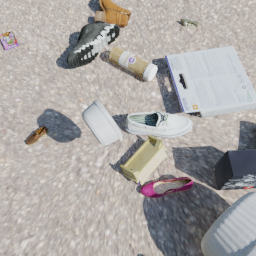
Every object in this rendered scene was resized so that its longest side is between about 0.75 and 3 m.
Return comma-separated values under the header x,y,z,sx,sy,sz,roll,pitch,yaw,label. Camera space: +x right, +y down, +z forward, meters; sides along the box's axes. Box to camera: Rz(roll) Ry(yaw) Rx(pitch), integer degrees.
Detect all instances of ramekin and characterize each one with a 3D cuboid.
x,y,z,sx,sy,sz,roll,pitch,yaw,label
2.913,2.693,6.966,2.486,2.486,1.158,-34,53,-17,ramekin
-0.734,-0.088,7.509,0.592,1.272,1.272,-35,66,-8,ramekin

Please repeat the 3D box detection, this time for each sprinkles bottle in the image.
x,y,z,sx,sy,sz,roll,pitch,yaw,label
0.175,-2.470,10.738,1.878,0.641,0.641,31,65,16,sprinkles bottle

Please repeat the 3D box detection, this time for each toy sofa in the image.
x,y,z,sx,sy,sz,roll,pitch,yaw,label
0.528,1.017,8.905,0.632,0.745,1.527,24,61,41,toy sofa

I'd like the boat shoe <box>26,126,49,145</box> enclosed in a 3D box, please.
x,y,z,sx,sy,sz,roll,pitch,yaw,label
-3.090,0.237,9.446,0.855,0.289,0.308,-40,68,-19,boat shoe

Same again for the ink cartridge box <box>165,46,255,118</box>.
x,y,z,sx,sy,sz,roll,pitch,yaw,label
2.973,-1.726,10.365,2.781,0.564,2.775,-8,61,-4,ink cartridge box

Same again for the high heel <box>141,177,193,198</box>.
x,y,z,sx,sy,sz,roll,pitch,yaw,label
1.156,1.737,8.357,1.549,0.743,0.522,-1,61,0,high heel

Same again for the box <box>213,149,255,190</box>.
x,y,z,sx,sy,sz,roll,pitch,yaw,label
3.413,1.248,8.209,1.353,1.486,0.773,-2,62,-1,box

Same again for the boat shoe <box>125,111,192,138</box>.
x,y,z,sx,sy,sz,roll,pitch,yaw,label
1.056,-0.144,9.378,2.305,0.770,0.848,-5,61,-3,boat shoe

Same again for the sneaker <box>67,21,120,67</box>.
x,y,z,sx,sy,sz,roll,pitch,yaw,label
-1.598,-3.431,11.166,1.235,0.907,2.730,33,62,20,sneaker

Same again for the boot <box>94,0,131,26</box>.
x,y,z,sx,sy,sz,roll,pitch,yaw,label
-0.565,-5.209,12.255,1.466,0.698,1.895,8,72,5,boot

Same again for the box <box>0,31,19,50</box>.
x,y,z,sx,sy,sz,roll,pitch,yaw,label
-4.952,-3.648,11.658,0.577,0.165,0.843,-26,64,-14,box

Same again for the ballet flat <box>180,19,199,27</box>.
x,y,z,sx,sy,sz,roll,pitch,yaw,label
2.651,-4.520,12.108,0.824,0.279,0.310,11,81,4,ballet flat
